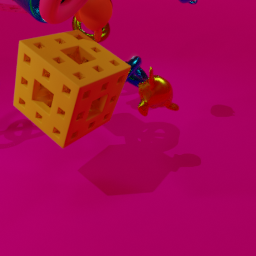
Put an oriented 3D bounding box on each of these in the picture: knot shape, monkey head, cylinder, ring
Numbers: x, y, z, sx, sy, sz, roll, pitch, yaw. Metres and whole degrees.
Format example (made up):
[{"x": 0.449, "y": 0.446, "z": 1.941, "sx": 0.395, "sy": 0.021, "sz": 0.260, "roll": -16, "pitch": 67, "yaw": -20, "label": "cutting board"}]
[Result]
[{"x": -1.133, "y": -3.842, "z": 9.466, "sx": 0.901, "sy": 1.951, "sz": 1.826, "roll": -9, "pitch": 14, "yaw": 34, "label": "knot shape"}, {"x": -0.093, "y": -1.282, "z": 6.661, "sx": 1.425, "sy": 0.704, "sz": 1.523, "roll": -7, "pitch": 8, "yaw": -42, "label": "knot shape"}, {"x": -0.851, "y": -3.353, "z": 7.700, "sx": 1.059, "sy": 1.758, "sz": 1.265, "roll": 30, "pitch": 49, "yaw": 7, "label": "monkey head"}, {"x": -1.917, "y": -2.953, "z": 5.928, "sx": 1.052, "sy": 1.052, "sz": 1.052, "roll": 42, "pitch": 47, "yaw": 21, "label": "cylinder"}, {"x": -1.042, "y": -2.650, "z": 5.329, "sx": 0.325, "sy": 1.626, "sz": 1.626, "roll": 44, "pitch": 35, "yaw": -7, "label": "ring"}, {"x": 0.538, "y": -0.628, "z": 5.567, "sx": 0.673, "sy": 1.117, "sz": 0.804, "roll": -18, "pitch": 35, "yaw": 35, "label": "monkey head"}]

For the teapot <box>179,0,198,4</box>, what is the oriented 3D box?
[{"x": 1.485, "y": -3.472, "z": 6.571, "sx": 0.727, "sy": 1.484, "sz": 0.923, "roll": 3, "pitch": 71, "yaw": 16, "label": "teapot"}]

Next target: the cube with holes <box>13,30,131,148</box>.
[{"x": -1.065, "y": -0.779, "z": 5.231, "sx": 1.373, "sy": 1.373, "sz": 1.373, "roll": 38, "pitch": 41, "yaw": 16, "label": "cube with holes"}]

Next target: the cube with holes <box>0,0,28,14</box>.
[{"x": -3.264, "y": -3.960, "z": 8.148, "sx": 0.953, "sy": 0.953, "sz": 0.953, "roll": 1, "pitch": 9, "yaw": -17, "label": "cube with holes"}]
